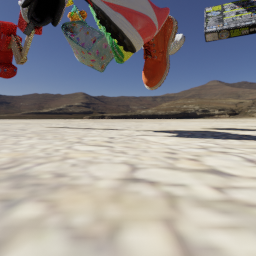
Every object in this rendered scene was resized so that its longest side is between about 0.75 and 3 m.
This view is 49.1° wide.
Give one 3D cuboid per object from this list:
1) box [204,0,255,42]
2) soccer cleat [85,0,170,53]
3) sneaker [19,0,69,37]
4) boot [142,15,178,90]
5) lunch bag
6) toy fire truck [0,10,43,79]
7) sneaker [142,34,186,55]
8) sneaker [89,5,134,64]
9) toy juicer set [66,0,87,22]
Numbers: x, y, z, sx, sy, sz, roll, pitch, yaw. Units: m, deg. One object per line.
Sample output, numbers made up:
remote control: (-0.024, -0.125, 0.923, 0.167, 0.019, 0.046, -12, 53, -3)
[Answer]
box: (3.161, -3.283, 8.457, 1.636, 1.311, 0.362, -4, -36, 22)
soccer cleat: (-0.484, -2.650, 4.841, 1.029, 2.812, 0.959, -42, 6, -2)
sneaker: (-2.216, -2.920, 6.864, 1.098, 1.975, 2.824, 21, -27, -26)
boot: (0.711, -2.331, 8.398, 0.869, 2.317, 1.242, 15, 7, 36)
lunch bag: (-1.158, -2.293, 7.739, 1.325, 0.808, 1.128, 32, -11, 24)
toy fire truck: (-3.780, -2.713, 9.371, 1.828, 2.592, 0.632, 35, 29, 29)
sneaker: (1.370, -3.378, 11.293, 1.968, 0.733, 0.857, -8, -33, 39)
sneaker: (-0.665, -3.185, 8.954, 0.998, 2.693, 1.126, -9, -27, -35)
toy juicer set: (-1.733, -4.078, 10.741, 0.591, 1.381, 2.171, -29, -15, 8)
